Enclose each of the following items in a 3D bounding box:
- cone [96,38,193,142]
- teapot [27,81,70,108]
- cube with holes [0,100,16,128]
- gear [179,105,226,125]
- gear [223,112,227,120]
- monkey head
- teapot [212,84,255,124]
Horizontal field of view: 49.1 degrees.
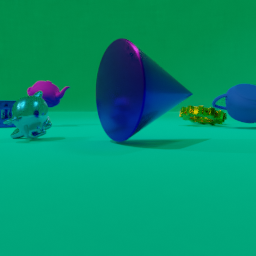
[{"bbox_3d":[0.471,-0.565,4.482,1.503,1.498,1.498,-2,4,-30],"label":"cone"},{"bbox_3d":[-2.541,-1.119,8.830,1.573,0.770,0.978,5,-18,21],"label":"teapot"},{"bbox_3d":[-3.750,-0.416,8.314,0.783,0.783,0.783,-3,5,-42],"label":"cube with holes"},{"bbox_3d":[2.380,-0.394,9.007,1.397,0.258,1.397,11,-9,2],"label":"gear"},{"bbox_3d":[2.955,-0.388,10.298,1.251,0.231,1.251,-1,-7,0],"label":"gear"},{"bbox_3d":[-1.778,-0.174,4.859,0.832,0.697,1.157,-14,27,19],"label":"monkey head"},{"bbox_3d":[3.366,-0.603,7.799,1.987,0.973,1.235,9,37,6],"label":"teapot"}]
